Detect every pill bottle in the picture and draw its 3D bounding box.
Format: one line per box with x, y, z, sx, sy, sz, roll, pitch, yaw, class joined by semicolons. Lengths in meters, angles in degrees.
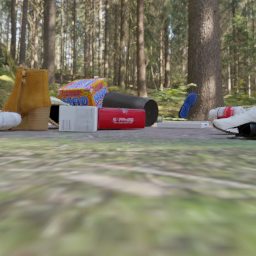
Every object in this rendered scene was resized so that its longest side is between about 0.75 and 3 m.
6.638;-0.823;18.912;2.124;1.192;1.192;1;2;44;pill bottle

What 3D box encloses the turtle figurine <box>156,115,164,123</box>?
1.431;-0.953;17.807;1.737;1.289;1.792;17;45;7;turtle figurine

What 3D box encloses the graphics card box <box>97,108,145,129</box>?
-0.923;-0.347;10.517;1.857;0.753;2.961;-1;3;-33;graphics card box

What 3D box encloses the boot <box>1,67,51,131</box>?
-3.596;-0.952;9.247;2.851;2.041;1.003;0;1;31;boot

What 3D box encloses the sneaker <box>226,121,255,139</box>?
2.364;0.050;4.915;0.607;0.349;1.163;-1;-3;-31;sneaker

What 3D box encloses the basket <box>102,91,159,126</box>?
0.196;-0.873;13.990;2.359;1.604;2.127;9;-28;42;basket

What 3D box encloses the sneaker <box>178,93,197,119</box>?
2.653;-1.004;12.744;0.458;1.307;0.509;32;-9;-6;sneaker

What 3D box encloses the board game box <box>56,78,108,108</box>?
-2.521;-1.579;16.691;2.180;2.179;2.179;1;25;22;board game box

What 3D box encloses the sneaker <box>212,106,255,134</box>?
2.787;-0.180;6.685;1.544;0.672;0.575;-1;2;1;sneaker

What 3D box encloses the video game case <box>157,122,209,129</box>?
2.429;-0.127;12.033;1.784;0.218;2.495;1;2;22;video game case

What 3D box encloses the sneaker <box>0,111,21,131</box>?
-3.883;-0.160;7.949;1.541;0.579;0.886;-6;3;-12;sneaker

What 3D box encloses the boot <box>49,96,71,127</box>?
-2.550;-0.516;11.084;2.229;1.044;2.868;23;-6;46;boot

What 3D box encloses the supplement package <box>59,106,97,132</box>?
-1.444;-0.272;8.300;1.003;0.738;0.959;1;2;-3;supplement package
